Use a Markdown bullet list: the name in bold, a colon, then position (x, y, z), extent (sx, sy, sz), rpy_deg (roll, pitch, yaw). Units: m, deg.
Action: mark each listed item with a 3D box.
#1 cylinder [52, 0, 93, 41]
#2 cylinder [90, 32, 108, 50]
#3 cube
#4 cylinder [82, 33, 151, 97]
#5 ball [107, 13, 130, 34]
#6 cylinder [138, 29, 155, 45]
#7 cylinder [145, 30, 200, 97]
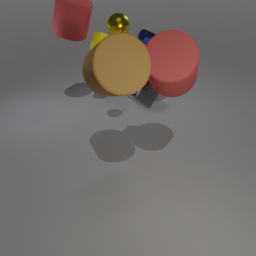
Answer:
- **cylinder**: position (-2.178, -4.324, 10.898), extent (1.400, 1.400, 1.400), rpy_deg (13, 35, -10)
- **cylinder**: position (-1.139, -3.403, 11.315), extent (0.700, 0.700, 0.700), rpy_deg (8, -3, 0)
- **cube**: position (0.448, -1.132, 8.821), extent (0.700, 0.700, 0.700), rpy_deg (33, -1, -35)
- **cylinder**: position (-0.324, -1.485, 6.909), extent (1.400, 1.400, 1.400), rpy_deg (-11, 9, -17)
- **ball**: position (-0.285, -3.103, 8.459), extent (0.700, 0.700, 0.700), rpy_deg (0, 31, 0)
- **cylinder**: position (0.999, -4.793, 14.849), extent (0.700, 0.700, 0.700), rpy_deg (7, 22, -37)
- **cylinder**: position (1.184, -1.684, 7.586), extent (1.400, 1.400, 1.400), rpy_deg (8, -8, 13)
